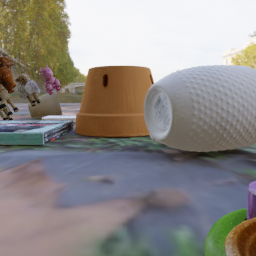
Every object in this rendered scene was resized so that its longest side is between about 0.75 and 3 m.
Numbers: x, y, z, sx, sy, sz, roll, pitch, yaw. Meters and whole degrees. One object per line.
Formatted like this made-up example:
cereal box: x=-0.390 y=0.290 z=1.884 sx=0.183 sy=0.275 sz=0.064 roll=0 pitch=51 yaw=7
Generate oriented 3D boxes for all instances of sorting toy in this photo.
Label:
sorting toy: x=0.614 y=0.350 z=0.814 sx=0.847 sy=0.578 sz=1.409 roll=2 pitch=6 yaw=23

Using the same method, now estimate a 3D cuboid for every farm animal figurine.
farm animal figurine: x=-3.229 y=-1.123 z=7.227 sx=2.105 sy=1.311 sz=2.606 roll=-34 pitch=-3 yaw=15

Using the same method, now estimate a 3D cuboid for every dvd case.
dvd case: x=-2.074 y=0.044 z=5.413 sx=1.627 sy=0.245 sz=2.229 roll=0 pitch=5 yaw=2

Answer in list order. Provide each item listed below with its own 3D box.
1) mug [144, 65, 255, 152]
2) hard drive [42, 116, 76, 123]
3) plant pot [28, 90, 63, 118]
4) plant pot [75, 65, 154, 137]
mug: x=0.908 y=-0.161 z=3.920 sx=1.390 sy=1.170 sz=1.585 roll=-5 pitch=-23 yaw=-25
hard drive: x=-1.824 y=-0.267 z=8.641 sx=1.419 sy=0.189 sz=0.936 roll=-1 pitch=6 yaw=-3
plant pot: x=-3.114 y=-0.783 z=10.443 sx=1.099 sy=1.029 sz=1.029 roll=-16 pitch=10 yaw=-14
plant pot: x=-0.169 y=-0.605 z=6.127 sx=1.965 sy=1.375 sz=1.965 roll=0 pitch=5 yaw=0
